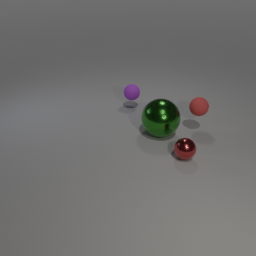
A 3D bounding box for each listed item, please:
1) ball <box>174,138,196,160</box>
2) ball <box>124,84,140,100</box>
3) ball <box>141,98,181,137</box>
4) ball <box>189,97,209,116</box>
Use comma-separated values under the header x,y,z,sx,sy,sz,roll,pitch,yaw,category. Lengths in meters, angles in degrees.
x,y,z,sx,sy,sz,roll,pitch,yaw,category
1.822,0.659,8.921,0.700,0.700,0.700,0,30,0,ball
0.167,-1.534,12.037,0.700,0.700,0.700,0,30,0,ball
1.184,-0.360,10.089,1.400,1.400,1.400,0,30,0,ball
2.591,-0.778,10.212,0.700,0.700,0.700,0,30,0,ball
